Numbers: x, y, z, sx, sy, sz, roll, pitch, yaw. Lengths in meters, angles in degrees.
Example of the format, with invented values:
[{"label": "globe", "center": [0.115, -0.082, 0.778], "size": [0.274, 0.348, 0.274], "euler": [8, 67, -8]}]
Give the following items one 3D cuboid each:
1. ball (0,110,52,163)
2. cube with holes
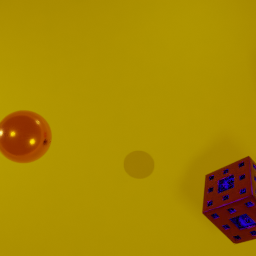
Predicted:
[{"label": "ball", "center": [-1.613, 0.135, 4.365], "size": [0.829, 0.829, 0.829], "euler": [0, 80, 0]}, {"label": "cube with holes", "center": [2.469, 1.570, 6.078], "size": [1.146, 1.146, 1.146], "euler": [44, 127, -14]}]
